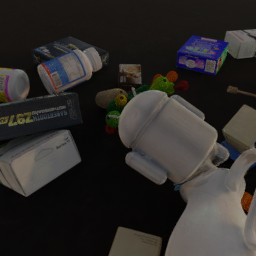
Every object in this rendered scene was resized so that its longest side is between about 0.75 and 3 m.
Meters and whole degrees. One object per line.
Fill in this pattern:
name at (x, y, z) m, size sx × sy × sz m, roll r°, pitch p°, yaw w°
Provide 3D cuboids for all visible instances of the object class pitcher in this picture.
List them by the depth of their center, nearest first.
pitcher at (1.496, 1.638, 4.253) m, size 1.510 × 2.138 × 2.492 m, roll 25°, pitch 40°, yaw -4°

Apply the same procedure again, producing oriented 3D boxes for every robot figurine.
robot figurine at (0.809, 0.171, 5.781) m, size 2.443 × 1.379 × 2.072 m, roll 37°, pitch 56°, yaw 5°

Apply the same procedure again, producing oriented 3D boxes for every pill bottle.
pill bottle at (-1.737, -1.790, 8.573) m, size 1.779 × 0.998 × 0.998 m, roll -30°, pitch 47°, yaw -21°
pill bottle at (-4.231, -1.380, 8.751) m, size 2.004 × 1.045 × 1.045 m, roll 7°, pitch 40°, yaw 9°

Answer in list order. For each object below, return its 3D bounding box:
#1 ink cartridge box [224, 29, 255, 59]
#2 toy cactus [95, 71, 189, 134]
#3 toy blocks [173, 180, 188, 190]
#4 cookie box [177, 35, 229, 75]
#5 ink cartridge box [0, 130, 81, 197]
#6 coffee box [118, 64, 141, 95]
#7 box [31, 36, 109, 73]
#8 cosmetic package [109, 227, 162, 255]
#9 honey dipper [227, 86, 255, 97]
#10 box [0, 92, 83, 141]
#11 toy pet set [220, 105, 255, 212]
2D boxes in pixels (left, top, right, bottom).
ink cartridge box at (5.066, -3.516, 11.606) m, size 1.743 × 0.730 × 1.265 m, roll -7°, pitch 40°, yaw -9°
toy cactus at (0.171, -0.671, 7.931) m, size 2.473 × 1.533 × 2.997 m, roll 8°, pitch 39°, yaw 39°
toy blocks at (1.518, 1.327, 5.923) m, size 0.956 × 0.347 × 0.797 m, roll -7°, pitch 29°, yaw -8°
cookie box at (2.915, -2.860, 10.847) m, size 1.545 × 0.679 × 1.807 m, roll 19°, pitch 43°, yaw 21°
ink cartridge box at (-2.053, 0.628, 5.926) m, size 1.343 × 0.761 × 1.831 m, roll -33°, pitch 20°, yaw -34°
coffee box at (0.062, -1.609, 9.434) m, size 0.766 × 0.534 × 1.339 m, roll 1°, pitch 39°, yaw 1°
box at (-2.211, -2.702, 10.709) m, size 2.386 × 0.609 × 1.881 m, roll 31°, pitch 47°, yaw 31°
cosmetic package at (-0.008, 2.471, 4.418) m, size 0.817 × 0.577 × 1.578 m, roll 10°, pitch 39°, yaw 11°
honey dipper at (3.716, -1.098, 8.884) m, size 1.119 × 0.213 × 0.213 m, roll 15°, pitch 40°, yaw -3°
box at (-2.417, -0.336, 6.746) m, size 2.247 × 0.727 × 2.849 m, roll -12°, pitch 10°, yaw -16°
toy pet set at (3.200, 0.752, 6.197) m, size 2.587 × 1.374 × 2.416 m, roll -48°, pitch 52°, yaw -3°
